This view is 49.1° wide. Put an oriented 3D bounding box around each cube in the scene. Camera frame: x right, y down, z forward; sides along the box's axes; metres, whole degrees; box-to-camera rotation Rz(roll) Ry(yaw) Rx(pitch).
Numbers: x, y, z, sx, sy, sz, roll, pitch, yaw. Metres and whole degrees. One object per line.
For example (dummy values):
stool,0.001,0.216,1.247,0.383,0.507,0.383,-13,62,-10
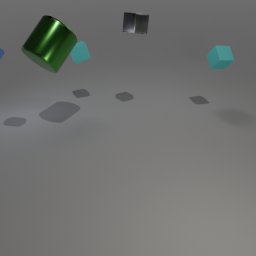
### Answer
cube,3.807,-2.901,11.572,0.700,0.700,0.700,-4,71,-21
cube,0.293,-3.975,10.637,0.700,0.700,0.700,-11,27,-39
cube,-2.142,-3.319,12.299,0.700,0.700,0.700,-24,29,-9

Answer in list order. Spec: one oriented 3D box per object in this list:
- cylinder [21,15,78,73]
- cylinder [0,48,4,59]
cylinder,-2.691,-2.857,9.663,1.400,1.400,1.400,25,80,35
cylinder,-4.408,-2.385,8.799,0.700,0.700,0.700,-27,41,26
